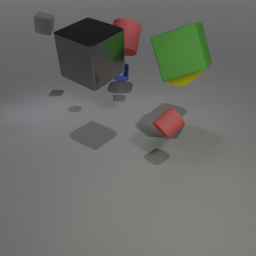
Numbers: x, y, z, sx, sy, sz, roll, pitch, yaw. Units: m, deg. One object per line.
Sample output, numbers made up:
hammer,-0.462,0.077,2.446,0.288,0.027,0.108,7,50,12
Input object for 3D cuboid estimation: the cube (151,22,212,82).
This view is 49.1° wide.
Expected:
cube,1.734,-2.431,8.900,1.400,1.400,1.400,-12,14,26

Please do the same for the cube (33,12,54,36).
cube,-3.590,-4.462,11.973,0.700,0.700,0.700,9,37,-5

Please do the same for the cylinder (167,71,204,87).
cylinder,2.207,-2.472,10.923,1.400,1.400,1.400,17,32,28

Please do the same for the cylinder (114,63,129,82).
cylinder,-0.313,-2.658,13.407,0.700,0.700,0.700,2,72,4

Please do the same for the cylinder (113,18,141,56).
cylinder,-0.145,-4.386,13.620,1.400,1.400,1.400,10,1,0

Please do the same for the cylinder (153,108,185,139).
cylinder,1.230,-0.139,8.453,0.700,0.700,0.700,-42,39,-5

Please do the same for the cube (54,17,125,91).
cube,-1.057,-2.157,8.082,1.400,1.400,1.400,27,48,27
